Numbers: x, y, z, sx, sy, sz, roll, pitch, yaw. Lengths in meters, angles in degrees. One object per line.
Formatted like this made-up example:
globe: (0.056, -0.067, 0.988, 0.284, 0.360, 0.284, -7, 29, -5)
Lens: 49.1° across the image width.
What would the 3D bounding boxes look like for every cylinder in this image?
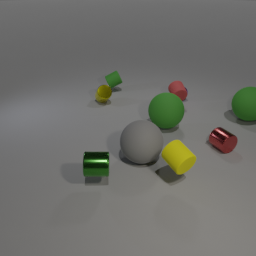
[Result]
cylinder: (-0.879, 1.011, 7.849, 0.700, 0.700, 0.700, 1, 28, -3)
cylinder: (2.250, -1.664, 12.685, 0.700, 0.700, 0.700, -5, 47, -10)
cylinder: (3.323, 0.420, 9.798, 0.700, 0.700, 0.700, -13, 31, -23)
cylinder: (-1.171, -1.615, 13.308, 0.700, 0.700, 0.700, -10, -8, -18)
cylinder: (1.400, 0.804, 7.752, 0.700, 0.700, 0.700, -17, 47, -29)
cylinder: (-0.743, -2.532, 14.616, 0.700, 0.700, 0.700, -26, 29, 6)

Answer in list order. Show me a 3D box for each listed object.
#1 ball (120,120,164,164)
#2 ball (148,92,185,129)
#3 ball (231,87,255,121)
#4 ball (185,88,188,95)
ball: (0.439, 0.441, 9.008, 1.400, 1.400, 1.400, 0, 28, 0)
ball: (1.489, -0.680, 10.911, 1.400, 1.400, 1.400, 0, 28, 0)
ball: (4.986, -0.989, 11.480, 1.400, 1.400, 1.400, 0, 28, 0)
ball: (2.587, -1.723, 13.770, 0.700, 0.700, 0.700, 0, 28, 0)
